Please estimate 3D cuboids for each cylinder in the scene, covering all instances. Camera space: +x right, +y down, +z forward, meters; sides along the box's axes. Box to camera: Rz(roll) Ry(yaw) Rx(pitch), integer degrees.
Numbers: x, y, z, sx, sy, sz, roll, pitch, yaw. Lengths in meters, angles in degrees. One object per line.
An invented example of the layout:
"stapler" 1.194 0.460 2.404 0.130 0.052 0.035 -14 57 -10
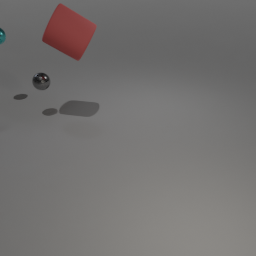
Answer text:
"cylinder" -2.008 -3.261 9.626 1.400 1.400 1.400 27 25 -18

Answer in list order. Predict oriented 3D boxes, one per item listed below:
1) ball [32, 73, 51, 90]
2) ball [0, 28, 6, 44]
"ball" -3.435 -1.844 11.106 0.700 0.700 0.700 0 30 0
"ball" -5.234 -3.671 11.142 0.700 0.700 0.700 0 30 0
